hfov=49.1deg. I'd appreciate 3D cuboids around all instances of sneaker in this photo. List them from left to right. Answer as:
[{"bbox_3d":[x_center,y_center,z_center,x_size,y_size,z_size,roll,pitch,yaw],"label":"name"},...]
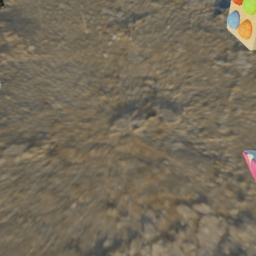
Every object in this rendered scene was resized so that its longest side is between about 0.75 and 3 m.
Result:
[{"bbox_3d":[2.390,0.660,3.663,1.189,2.696,1.097,-25,72,22],"label":"sneaker"}]

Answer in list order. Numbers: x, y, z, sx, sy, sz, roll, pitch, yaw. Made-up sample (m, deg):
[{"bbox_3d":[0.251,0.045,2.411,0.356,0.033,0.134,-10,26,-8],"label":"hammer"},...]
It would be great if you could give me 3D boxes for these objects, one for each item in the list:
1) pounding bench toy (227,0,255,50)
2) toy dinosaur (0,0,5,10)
[{"bbox_3d":[2.965,-2.221,5.482,1.470,1.171,1.885,-11,43,-4],"label":"pounding bench toy"},{"bbox_3d":[-2.127,-2.733,4.644,0.347,0.644,1.461,13,81,22],"label":"toy dinosaur"}]
